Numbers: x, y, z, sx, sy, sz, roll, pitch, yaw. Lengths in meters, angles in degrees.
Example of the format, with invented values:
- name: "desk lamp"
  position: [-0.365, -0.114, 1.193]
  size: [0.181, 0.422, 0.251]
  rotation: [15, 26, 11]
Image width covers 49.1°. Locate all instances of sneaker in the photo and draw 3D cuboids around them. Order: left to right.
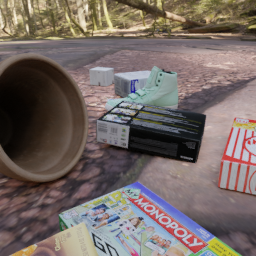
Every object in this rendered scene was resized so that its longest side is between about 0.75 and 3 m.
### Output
- name: "sneaker"
  position: [0.482, -1.353, 9.754]
  size: [2.713, 1.600, 0.998]
  rotation: [-8, 23, -18]

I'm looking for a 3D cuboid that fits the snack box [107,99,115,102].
- name: "snack box"
  position: [0.090, -0.971, 10.690]
  size: [1.732, 0.211, 0.623]
  rotation: [-3, 22, -7]

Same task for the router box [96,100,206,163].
- name: "router box"
  position: [0.694, -0.017, 7.429]
  size: [2.553, 0.652, 1.904]
  rotation: [12, 24, 16]

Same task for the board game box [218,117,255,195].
- name: "board game box"
  position: [3.232, 0.594, 6.095]
  size: [2.073, 0.634, 2.737]
  rotation: [9, 23, 22]

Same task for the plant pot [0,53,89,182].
- name: "plant pot"
  position: [-2.443, -0.092, 6.061]
  size: [2.185, 2.505, 2.505]
  rotation: [-9, 13, 35]

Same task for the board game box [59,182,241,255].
- name: "board game box"
  position: [0.243, 1.630, 3.883]
  size: [1.575, 0.341, 2.340]
  rotation: [-16, 26, -33]

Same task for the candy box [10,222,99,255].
- name: "candy box"
  position: [-0.642, 1.984, 2.107]
  size: [1.419, 0.680, 2.458]
  rotation: [-22, 27, -12]

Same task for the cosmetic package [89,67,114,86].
- name: "cosmetic package"
  position: [-1.298, -2.558, 13.943]
  size: [0.962, 0.793, 0.793]
  rotation: [9, 23, 26]

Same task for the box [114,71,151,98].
- name: "box"
  position: [0.504, -1.827, 11.906]
  size: [1.737, 0.911, 1.598]
  rotation: [-11, 23, -25]
